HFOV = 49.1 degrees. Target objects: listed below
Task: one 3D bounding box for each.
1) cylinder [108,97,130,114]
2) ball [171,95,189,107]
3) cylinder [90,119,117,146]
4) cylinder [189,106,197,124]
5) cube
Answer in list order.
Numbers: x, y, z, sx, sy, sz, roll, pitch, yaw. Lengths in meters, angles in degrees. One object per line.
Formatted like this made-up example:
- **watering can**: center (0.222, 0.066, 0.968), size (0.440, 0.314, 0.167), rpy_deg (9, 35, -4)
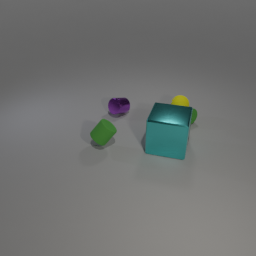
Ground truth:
- **cylinder**: center (-0.384, -0.964, 12.129), size (0.700, 0.700, 0.700), rpy_deg (25, 22, 34)
- **ball**: center (2.004, -0.911, 10.791), size (0.700, 0.700, 0.700), rpy_deg (0, 32, 0)
- **cylinder**: center (-0.876, 0.149, 9.989), size (0.700, 0.700, 0.700), rpy_deg (37, 18, -15)
- **cylinder**: center (2.385, -0.581, 11.620), size (0.700, 0.700, 0.700), rpy_deg (-18, 31, -27)
- **cube**: center (1.460, 0.078, 9.962), size (1.400, 1.400, 1.400), rpy_deg (9, 33, 14)
